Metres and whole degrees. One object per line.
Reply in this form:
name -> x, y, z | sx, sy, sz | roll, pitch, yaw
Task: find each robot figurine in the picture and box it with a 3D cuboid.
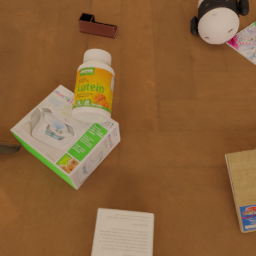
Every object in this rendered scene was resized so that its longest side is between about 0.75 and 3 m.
robot figurine -> 3.542, -4.479, 11.025 | 1.573, 1.894, 2.521 | 14, 60, -10

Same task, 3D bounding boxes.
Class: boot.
boot -> -4.344, 0.967, 8.411 | 2.237, 0.836, 1.084 | -2, 80, -4

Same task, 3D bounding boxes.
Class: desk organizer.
desk organizer -> -1.204, -4.161, 11.378 | 1.533, 0.590, 0.550 | 14, 60, 8

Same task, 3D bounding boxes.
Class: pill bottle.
pill bottle -> -0.922, -1.165, 7.741 | 1.042, 1.042, 1.877 | 4, 74, 2

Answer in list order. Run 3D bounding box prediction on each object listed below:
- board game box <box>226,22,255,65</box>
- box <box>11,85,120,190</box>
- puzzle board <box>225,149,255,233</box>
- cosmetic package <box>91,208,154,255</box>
board game box -> 5.461, -3.365, 11.090 | 2.221, 0.287, 2.222 | -35, 65, -18
box -> -1.789, 0.229, 8.489 | 2.400, 1.160, 2.118 | 34, 67, 19
puzzle board -> 4.293, 1.586, 7.831 | 2.860, 0.249, 2.155 | -8, 82, -4
cosmetic package -> -0.174, 3.489, 6.630 | 1.471, 1.071, 2.894 | 5, 61, 3
